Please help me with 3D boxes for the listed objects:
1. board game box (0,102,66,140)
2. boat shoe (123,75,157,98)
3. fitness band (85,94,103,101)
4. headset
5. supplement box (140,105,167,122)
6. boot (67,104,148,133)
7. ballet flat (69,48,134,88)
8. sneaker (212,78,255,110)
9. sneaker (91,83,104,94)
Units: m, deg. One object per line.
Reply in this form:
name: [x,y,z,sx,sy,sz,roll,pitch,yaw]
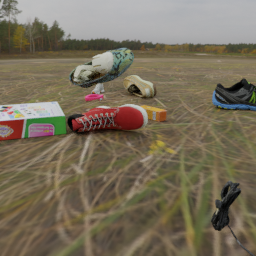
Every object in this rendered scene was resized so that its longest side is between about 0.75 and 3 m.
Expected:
board game box: [-3.486,-0.253,8.694,2.829,0.571,2.165,-6,18,-18]
boat shoe: [0.316,-2.104,14.321,1.000,0.941,2.625,-22,25,-25]
fitness band: [-1.594,-1.449,13.250,0.770,0.201,1.073,3,16,11]
headset: [1.818,1.365,2.764,2.088,0.981,1.290,25,28,32]
supplement box: [0.822,-0.528,9.956,0.380,0.392,1.141,-13,23,-39]
boot: [-0.674,-0.177,8.181,2.241,0.811,1.617,4,16,39]
ballet flat: [-0.833,-1.593,7.591,2.193,0.814,0.814,-19,1,42]
sneaker: [4.916,-1.379,11.283,2.908,1.205,1.031,1,18,3]
sneaker: [-1.619,-2.083,14.763,0.425,0.516,1.122,5,18,17]
